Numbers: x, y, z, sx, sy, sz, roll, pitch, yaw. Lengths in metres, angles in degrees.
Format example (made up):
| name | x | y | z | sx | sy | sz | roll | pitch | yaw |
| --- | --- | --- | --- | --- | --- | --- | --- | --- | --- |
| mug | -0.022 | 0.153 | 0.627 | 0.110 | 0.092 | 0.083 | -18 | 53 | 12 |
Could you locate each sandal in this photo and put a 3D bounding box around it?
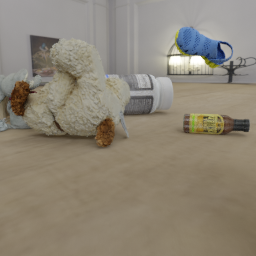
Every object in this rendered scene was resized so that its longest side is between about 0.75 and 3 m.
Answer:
| name | x | y | z | sx | sy | sz | roll | pitch | yaw |
| --- | --- | --- | --- | --- | --- | --- | --- | --- | --- |
| sandal | 2.206 | -2.320 | 7.899 | 2.023 | 0.804 | 0.881 | 11 | -2 | -30 |

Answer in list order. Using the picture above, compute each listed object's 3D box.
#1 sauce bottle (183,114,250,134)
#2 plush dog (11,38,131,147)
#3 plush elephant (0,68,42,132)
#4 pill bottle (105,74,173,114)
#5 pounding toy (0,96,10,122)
| name | x | y | z | sx | sy | sz | roll | pitch | yaw |
| --- | --- | --- | --- | --- | --- | --- | --- | --- | --- |
| sauce bottle | 2.408 | -0.114 | 7.716 | 1.738 | 0.562 | 0.562 | 1 | 11 | 16 |
| plush dog | -1.496 | -0.478 | 7.171 | 2.501 | 2.337 | 2.912 | -10 | -22 | 22 |
| plush elephant | -3.222 | -0.940 | 8.707 | 1.892 | 1.778 | 2.297 | 8 | 14 | 34 |
| pill bottle | 0.282 | -1.338 | 11.177 | 2.780 | 1.582 | 1.582 | -2 | 12 | -13 |
| pounding toy | -4.674 | -1.116 | 9.802 | 1.300 | 1.684 | 1.829 | 2 | 12 | 12 |
